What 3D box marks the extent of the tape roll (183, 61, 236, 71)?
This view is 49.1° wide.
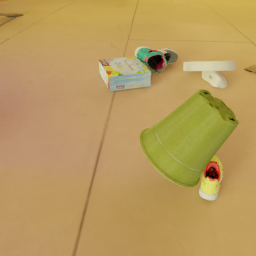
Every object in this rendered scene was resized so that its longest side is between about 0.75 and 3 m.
[{"bbox_3d":[3.209,-2.456,11.120,2.005,0.366,2.005,0,12,0],"label":"tape roll"}]

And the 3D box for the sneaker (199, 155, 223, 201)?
[{"bbox_3d":[1.919,0.970,6.322,0.531,0.614,1.359,7,33,12],"label":"sneaker"}]

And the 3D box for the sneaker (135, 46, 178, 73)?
[{"bbox_3d":[1.449,-2.911,11.932,2.097,0.877,1.266,-2,39,-25],"label":"sneaker"}]

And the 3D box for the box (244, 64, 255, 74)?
[{"bbox_3d":[5.538,-2.525,12.082,0.832,0.089,0.680,-25,40,-32],"label":"box"}]

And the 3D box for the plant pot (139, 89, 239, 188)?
[{"bbox_3d":[1.365,0.099,5.817,1.662,1.579,1.662,30,30,-19],"label":"plant pot"}]

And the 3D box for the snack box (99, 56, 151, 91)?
[{"bbox_3d":[-0.165,-2.182,11.041,1.629,0.654,1.932,-9,35,-13],"label":"snack box"}]

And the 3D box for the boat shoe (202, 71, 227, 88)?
[{"bbox_3d":[3.392,-2.000,10.934,0.547,0.575,1.597,19,22,-19],"label":"boat shoe"}]
